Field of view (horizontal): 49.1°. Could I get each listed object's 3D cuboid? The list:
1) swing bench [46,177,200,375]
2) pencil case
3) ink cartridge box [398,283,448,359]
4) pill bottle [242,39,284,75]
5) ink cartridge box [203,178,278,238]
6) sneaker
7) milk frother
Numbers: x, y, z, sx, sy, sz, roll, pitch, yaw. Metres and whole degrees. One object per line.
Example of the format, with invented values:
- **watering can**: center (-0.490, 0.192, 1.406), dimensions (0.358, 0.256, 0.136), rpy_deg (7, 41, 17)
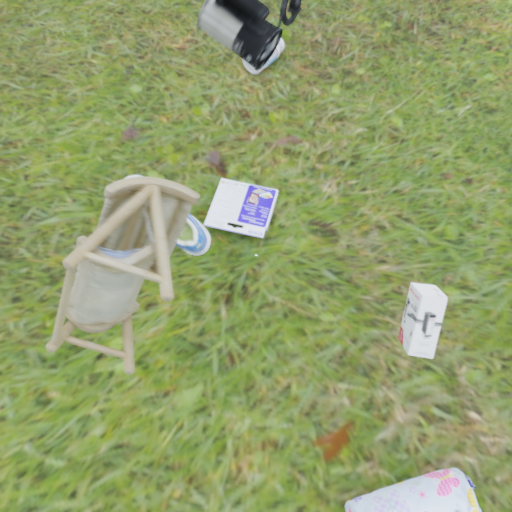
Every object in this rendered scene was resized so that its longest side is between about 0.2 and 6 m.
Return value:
- **swing bench**: center (-1.796, 0.180, 7.596), dimensions (1.283, 1.968, 1.978), rpy_deg (20, 44, -12)
- **pencil case**: center (2.427, 4.028, 8.751), dimensions (2.033, 0.845, 0.922), rpy_deg (-13, 44, -7)
- **ink cartridge box**: center (2.405, 0.922, 8.147), dimensions (0.383, 0.679, 0.925), rpy_deg (9, 103, -1)
- **pill bottle**: center (0.208, -5.190, 14.366), dimensions (0.601, 0.601, 1.104), rpy_deg (37, 66, 20)
- **ink cartridge box**: center (-0.321, -0.980, 12.043), dimensions (1.332, 0.292, 1.344), rpy_deg (13, 58, 8)
- **sneaker**: center (-1.597, -0.776, 9.907), dimensions (1.953, 0.752, 0.739), rpy_deg (38, 90, 2)
- **milk frother**: center (-0.080, -4.824, 11.133), dimensions (1.482, 1.422, 1.576), rpy_deg (36, 54, 2)
